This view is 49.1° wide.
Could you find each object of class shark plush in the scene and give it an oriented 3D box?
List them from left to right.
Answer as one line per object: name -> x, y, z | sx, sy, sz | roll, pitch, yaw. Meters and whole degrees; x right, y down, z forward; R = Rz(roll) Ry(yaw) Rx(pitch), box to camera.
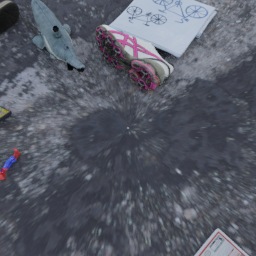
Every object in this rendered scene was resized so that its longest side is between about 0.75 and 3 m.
shark plush -> -2.170, -2.566, 8.253 | 1.277, 1.170, 2.810 | -18, 61, -10

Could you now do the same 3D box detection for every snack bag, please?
snack bag -> 1.209, -3.606, 9.363 | 2.732, 0.310, 2.898 | 27, 61, 15

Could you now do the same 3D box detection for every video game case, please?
video game case -> -3.694, -0.328, 7.333 | 0.821, 0.116, 0.908 | 21, 38, 14
video game case -> 2.096, 3.124, 5.451 | 1.331, 0.162, 1.862 | -40, 66, -21

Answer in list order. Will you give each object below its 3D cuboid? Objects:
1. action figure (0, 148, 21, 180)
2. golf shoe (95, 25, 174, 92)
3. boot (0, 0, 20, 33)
action figure -> -3.016, 0.891, 6.718 | 0.443, 0.292, 0.896 | 17, 59, 6
golf shoe -> 0.140, -2.170, 8.227 | 2.630, 0.955, 1.211 | 44, 58, 14
boot -> -5.203, -3.592, 8.954 | 2.083, 1.012, 2.767 | 32, 61, 17
